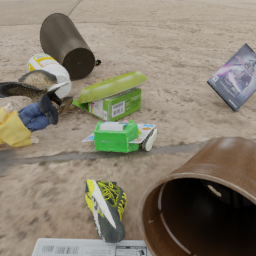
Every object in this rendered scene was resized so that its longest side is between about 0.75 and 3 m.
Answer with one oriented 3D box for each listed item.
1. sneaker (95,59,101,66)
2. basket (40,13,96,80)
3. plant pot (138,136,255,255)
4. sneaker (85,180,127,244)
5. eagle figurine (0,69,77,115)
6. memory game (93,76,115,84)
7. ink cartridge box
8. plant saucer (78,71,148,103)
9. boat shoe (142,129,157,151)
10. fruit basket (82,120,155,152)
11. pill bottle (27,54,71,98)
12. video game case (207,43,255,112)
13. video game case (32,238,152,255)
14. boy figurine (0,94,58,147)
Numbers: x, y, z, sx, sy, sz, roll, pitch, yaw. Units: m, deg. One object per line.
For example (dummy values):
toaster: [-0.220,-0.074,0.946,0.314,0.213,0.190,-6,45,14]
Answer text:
sneaker: [-1.735,-3.396,14.592,0.412,0.348,0.942,12,29,30]
basket: [-2.865,-3.711,13.474,1.968,2.609,2.894,-18,47,-22]
plant pot: [1.765,1.376,5.308,2.385,2.385,2.361,17,28,25]
sneaker: [-0.358,1.616,5.993,0.851,0.749,2.010,-5,21,-20]
eagle figurine: [-3.235,-1.239,9.764,2.491,1.890,1.880,37,77,4]
memory game: [-0.733,-2.006,12.588,1.742,0.111,1.742,0,32,0]
ink cartridge box: [-0.885,-1.175,10.467,2.265,0.858,1.674,26,37,34]
plant saucer: [-0.615,-1.587,10.387,2.755,0.428,2.755,-17,15,5]
boat shoe: [0.608,0.342,8.565,0.344,0.411,1.149,10,27,16]
fruit basket: [-0.218,0.072,8.500,1.773,0.897,1.914,2,22,18]
pill bottle: [-3.244,-2.127,11.634,1.331,1.331,2.396,-18,37,-26]
video game case: [4.201,-1.904,10.483,2.170,1.550,0.206,-44,2,-7]
video game case: [-0.647,2.841,4.674,2.346,0.274,2.133,1,31,1]
boy figurine: [-3.261,-0.026,8.243,2.445,1.520,0.788,-23,38,12]
